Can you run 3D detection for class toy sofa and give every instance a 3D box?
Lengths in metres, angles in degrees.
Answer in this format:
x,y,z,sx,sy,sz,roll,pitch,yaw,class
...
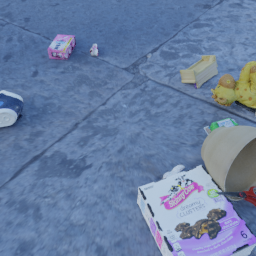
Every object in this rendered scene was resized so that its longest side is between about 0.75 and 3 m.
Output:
x,y,z,sx,sy,sz,roll,pitch,yaw,class
3.426,-2.692,13.401,1.964,0.958,0.813,-36,31,-30,toy sofa

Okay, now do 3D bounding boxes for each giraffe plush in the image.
x,y,z,sx,sy,sz,roll,pitch,yaw,class
4.432,-1.604,11.574,1.805,1.921,2.226,1,87,5,giraffe plush

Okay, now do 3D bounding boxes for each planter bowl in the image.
x,y,z,sx,sy,sz,roll,pitch,yaw,class
3.357,0.880,8.898,2.328,2.328,1.567,-22,34,-20,planter bowl

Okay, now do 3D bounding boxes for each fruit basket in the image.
x,y,z,sx,sy,sz,roll,pitch,yaw,class
3.768,0.354,10.351,1.407,0.712,1.519,-15,50,-14,fruit basket

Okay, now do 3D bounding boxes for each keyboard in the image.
x,y,z,sx,sy,sz,roll,pitch,yaw,class
5.599,-0.986,12.044,1.079,0.175,1.698,-35,55,-29,keyboard

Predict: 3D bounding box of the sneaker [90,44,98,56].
x,y,z,sx,sy,sz,roll,pitch,yaw,class
-1.852,-4.223,15.079,0.419,0.387,0.951,-5,45,-8,sneaker

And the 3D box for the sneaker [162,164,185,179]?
x,y,z,sx,sy,sz,roll,pitch,yaw,class
1.585,1.561,9.439,0.873,0.325,0.380,-33,55,-16,sneaker

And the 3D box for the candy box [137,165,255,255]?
x,y,z,sx,sy,sz,roll,pitch,yaw,class
1.793,2.602,7.931,2.242,0.956,2.673,-17,48,-16,candy box

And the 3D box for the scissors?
x,y,z,sx,sy,sz,roll,pitch,yaw,class
3.442,1.957,8.415,2.301,0.160,0.842,23,52,-19,scissors

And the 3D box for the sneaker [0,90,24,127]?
x,y,z,sx,sy,sz,roll,pitch,yaw,class
-5.518,-0.782,11.372,2.479,0.999,1.815,-6,37,-1,sneaker

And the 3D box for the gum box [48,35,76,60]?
x,y,z,sx,sy,sz,roll,pitch,yaw,class
-3.536,-4.335,15.046,0.995,0.580,1.753,6,46,6,gum box
